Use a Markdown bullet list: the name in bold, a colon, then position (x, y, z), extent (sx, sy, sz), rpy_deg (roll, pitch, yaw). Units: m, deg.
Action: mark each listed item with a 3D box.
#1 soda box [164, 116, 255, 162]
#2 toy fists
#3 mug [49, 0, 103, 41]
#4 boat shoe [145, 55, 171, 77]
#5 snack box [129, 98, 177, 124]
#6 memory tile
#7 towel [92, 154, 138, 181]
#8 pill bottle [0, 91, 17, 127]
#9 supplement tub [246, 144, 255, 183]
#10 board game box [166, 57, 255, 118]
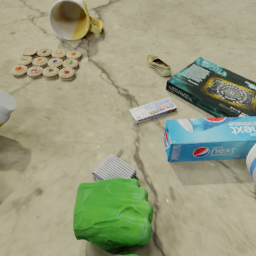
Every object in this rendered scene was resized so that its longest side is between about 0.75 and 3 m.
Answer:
- **soda box**: position (2.136, 0.271, 6.968), extent (2.379, 0.763, 0.807), rpy_deg (-2, 48, -3)
- **toy fists**: position (-0.241, 2.243, 5.062), extent (1.472, 0.993, 2.888), rpy_deg (-3, 49, 7)
- **mug**: position (-2.079, -4.283, 10.948), extent (1.499, 1.872, 1.537), rpy_deg (-28, 35, 18)
- **boat shoe**: position (1.038, -2.200, 9.470), extent (0.451, 0.386, 1.230), rpy_deg (-29, 54, -24)
- **snack box**: position (0.729, -0.515, 8.088), extent (1.319, 0.160, 0.474), rpy_deg (-18, 50, -16)
- **memory tile**: position (-2.768, -2.260, 9.665), extent (2.181, 0.183, 1.672), rpy_deg (4, 48, 4)
- **towel**: position (-0.293, 1.075, 6.499), extent (0.872, 0.373, 0.722), rpy_deg (31, 55, 25)
- **pill bottle**: position (-3.489, -0.317, 7.068), extent (1.384, 0.770, 0.770), rpy_deg (-33, 44, 22)
- **supplement tub**: position (3.667, 1.425, 5.176), extent (1.894, 1.894, 2.871), rpy_deg (-7, 47, -7)
- **board game box**: position (2.789, -1.131, 8.501), extent (2.726, 0.384, 1.844), rpy_deg (35, 57, 28)
